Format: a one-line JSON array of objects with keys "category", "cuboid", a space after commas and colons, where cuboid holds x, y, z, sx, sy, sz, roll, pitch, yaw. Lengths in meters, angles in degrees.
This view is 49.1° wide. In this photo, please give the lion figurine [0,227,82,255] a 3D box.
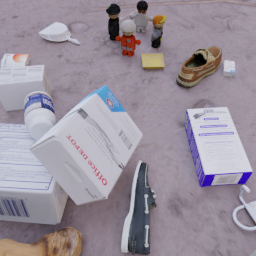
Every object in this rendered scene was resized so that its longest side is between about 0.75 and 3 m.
[{"category": "lion figurine", "cuboid": [-2.604, 3.288, 7.036, 2.760, 1.000, 1.690, 8, 66, -9]}]

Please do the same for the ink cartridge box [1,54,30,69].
[{"category": "ink cartridge box", "cuboid": [-5.248, -2.848, 12.790, 1.168, 0.361, 1.440, 1, 47, 1]}]

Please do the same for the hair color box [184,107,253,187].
[{"category": "hair color box", "cuboid": [2.947, 0.568, 9.562, 1.506, 0.893, 2.756, -3, 52, -2]}]

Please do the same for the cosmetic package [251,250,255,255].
[{"category": "cosmetic package", "cuboid": [3.754, 3.873, 6.270, 1.628, 1.638, 1.957, 6, 50, 5]}]

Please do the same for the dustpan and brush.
[{"category": "dustpan and brush", "cuboid": [-3.305, -4.734, 14.333, 2.060, 0.589, 1.437, 20, 50, 25]}]

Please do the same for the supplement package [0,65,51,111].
[{"category": "supplement package", "cuboid": [-4.067, -1.555, 11.002, 1.792, 1.396, 0.994, -6, 50, -5]}]

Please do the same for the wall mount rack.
[{"category": "wall mount rack", "cuboid": [4.374, 2.405, 7.850, 2.494, 0.930, 2.167, -13, 42, -10]}]

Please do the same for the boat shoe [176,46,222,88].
[{"category": "boat shoe", "cuboid": [3.279, -2.900, 12.331, 1.127, 1.100, 2.979, 32, 57, 24]}]

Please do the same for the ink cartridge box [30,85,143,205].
[{"category": "ink cartridge box", "cuboid": [-0.963, 0.382, 7.684, 1.148, 1.990, 2.743, -24, 19, 35]}]

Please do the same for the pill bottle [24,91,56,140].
[{"category": "pill bottle", "cuboid": [-2.646, -0.363, 8.435, 0.887, 0.887, 1.599, -14, 40, -11]}]

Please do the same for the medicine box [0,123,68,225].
[{"category": "medicine box", "cuboid": [-2.975, 1.218, 8.327, 2.496, 1.410, 2.740, 3, 38, 4]}]

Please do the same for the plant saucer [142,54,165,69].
[{"category": "plant saucer", "cuboid": [1.150, -3.065, 13.040, 1.007, 0.244, 1.007, -1, 49, 0]}]

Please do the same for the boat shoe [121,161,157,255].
[{"category": "boat shoe", "cuboid": [0.428, 2.245, 8.133, 0.816, 1.023, 2.705, 7, 62, 7]}]

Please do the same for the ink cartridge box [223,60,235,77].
[{"category": "ink cartridge box", "cuboid": [4.568, -2.693, 12.696, 0.480, 0.283, 0.834, 10, 51, 8]}]

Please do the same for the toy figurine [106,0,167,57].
[{"category": "toy figurine", "cuboid": [0.359, -5.001, 13.663, 2.522, 1.782, 2.562, -19, 52, -16]}]
